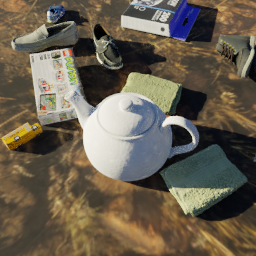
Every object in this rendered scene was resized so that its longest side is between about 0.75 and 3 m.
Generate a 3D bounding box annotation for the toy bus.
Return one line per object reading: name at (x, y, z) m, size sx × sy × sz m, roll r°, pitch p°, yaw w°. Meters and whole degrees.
toy bus at (-3.135, 0.206, 8.345) m, size 1.087 × 0.354 × 0.426 m, roll -36°, pitch 59°, yaw -24°

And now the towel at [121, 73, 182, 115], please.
towel at (0.776, -1.167, 9.425) m, size 1.949 × 0.355 × 1.446 m, roll 16°, pitch 54°, yaw 11°

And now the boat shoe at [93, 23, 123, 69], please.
boat shoe at (-0.836, -3.112, 10.701) m, size 0.834 × 0.785 × 2.321 m, roll -16°, pitch 55°, yaw -14°

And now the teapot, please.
teapot at (0.044, -0.001, 7.483) m, size 2.676 × 1.954 × 2.641 m, roll -20°, pitch 55°, yaw -16°

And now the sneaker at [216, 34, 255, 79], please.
sneaker at (3.877, -2.654, 10.342) m, size 1.326 × 0.933 × 2.496 m, roll 12°, pitch 43°, yaw 16°

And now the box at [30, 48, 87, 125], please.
box at (-2.362, -1.498, 9.447) m, size 1.557 × 0.491 × 2.830 m, roll -12°, pitch 57°, yaw -10°

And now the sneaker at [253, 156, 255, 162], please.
sneaker at (4.038, 1.099, 7.652) m, size 0.475 × 0.451 × 1.181 m, roll -40°, pitch 58°, yaw -11°

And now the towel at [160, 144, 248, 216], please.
towel at (2.013, 1.320, 7.455) m, size 2.008 × 0.366 × 1.490 m, roll -23°, pitch 56°, yaw -17°

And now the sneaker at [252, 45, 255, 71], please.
sneaker at (5.153, -2.635, 10.422) m, size 0.779 × 0.737 × 1.928 m, roll 14°, pitch 57°, yaw -4°

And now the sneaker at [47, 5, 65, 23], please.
sneaker at (-3.204, -5.217, 12.506) m, size 0.471 × 0.524 × 1.273 m, roll 10°, pitch 51°, yaw 11°

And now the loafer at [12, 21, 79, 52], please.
loafer at (-3.267, -3.646, 11.011) m, size 2.617 × 0.913 × 0.915 m, roll -17°, pitch 54°, yaw -13°

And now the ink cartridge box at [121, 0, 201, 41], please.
ink cartridge box at (1.552, -5.130, 12.383) m, size 2.892 × 0.627 × 2.864 m, roll 18°, pitch 53°, yaw 12°
